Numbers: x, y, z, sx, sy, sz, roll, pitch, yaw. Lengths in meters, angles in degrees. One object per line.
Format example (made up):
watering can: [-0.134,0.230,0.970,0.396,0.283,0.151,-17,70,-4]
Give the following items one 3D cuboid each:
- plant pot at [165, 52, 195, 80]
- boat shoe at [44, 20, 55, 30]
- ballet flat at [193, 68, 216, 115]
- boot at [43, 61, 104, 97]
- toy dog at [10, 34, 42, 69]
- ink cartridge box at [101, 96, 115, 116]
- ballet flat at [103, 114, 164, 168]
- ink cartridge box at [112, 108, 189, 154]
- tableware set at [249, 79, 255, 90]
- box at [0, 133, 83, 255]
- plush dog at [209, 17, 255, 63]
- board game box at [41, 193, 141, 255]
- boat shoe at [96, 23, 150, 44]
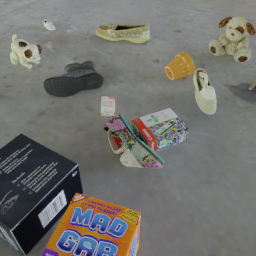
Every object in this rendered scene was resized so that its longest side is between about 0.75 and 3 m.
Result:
plant pot: [2.043,-2.433,11.361,0.917,1.002,1.002,-31,49,-9]
boat shoe: [-4.291,-5.621,15.218,0.361,0.356,1.019,-26,49,-26]
ballet flat: [2.662,-1.351,9.720,0.699,0.699,2.013,-2,48,-3]
boot: [-2.267,-1.989,11.035,2.363,0.825,1.555,-10,39,-26]
toy dog: [-4.249,-3.258,11.927,1.433,1.390,1.000,22,37,34]
ink cartridge box: [-0.714,-0.785,9.970,0.481,0.279,0.826,-1,42,-1]
ballet flat: [0.025,0.523,8.170,0.922,0.896,2.592,-40,46,-3]
ink cartridge box: [0.677,0.165,8.726,2.138,0.538,1.165,-18,45,-18]
tableware set: [6.019,-1.988,11.136,1.582,0.480,2.393,28,49,27]
box: [-2.545,1.473,6.782,2.074,1.218,2.040,24,48,24]
plush dog: [4.854,-4.112,12.564,1.970,1.692,1.581,27,49,27]
board game box: [-0.626,2.437,5.580,1.413,1.414,1.413,13,44,14]
boat shoe: [-0.267,-4.910,14.048,2.795,0.876,1.024,9,43,10]
